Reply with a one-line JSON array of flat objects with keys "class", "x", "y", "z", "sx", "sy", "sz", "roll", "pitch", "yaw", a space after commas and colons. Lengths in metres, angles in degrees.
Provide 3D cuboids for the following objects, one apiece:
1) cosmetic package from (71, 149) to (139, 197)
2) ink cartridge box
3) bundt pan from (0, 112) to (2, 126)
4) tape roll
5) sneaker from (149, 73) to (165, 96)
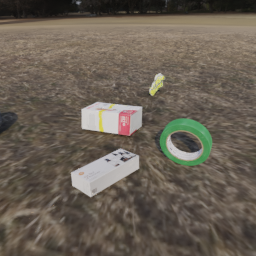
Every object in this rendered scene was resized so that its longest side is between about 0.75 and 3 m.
[{"class": "cosmetic package", "x": -0.419, "y": 0.837, "z": 5.579, "sx": 0.554, "sy": 0.340, "sz": 1.343, "roll": 16, "pitch": 28, "yaw": 40}, {"class": "ink cartridge box", "x": -0.429, "y": -0.282, "z": 7.674, "sx": 1.417, "sy": 0.591, "sz": 1.028, "roll": 7, "pitch": 18, "yaw": 18}, {"class": "bundt pan", "x": -3.882, "y": -0.114, "z": 7.375, "sx": 1.191, "sy": 0.447, "sz": 1.191, "roll": -5, "pitch": 40, "yaw": 4}, {"class": "tape roll", "x": 1.208, "y": 0.310, "z": 5.888, "sx": 1.060, "sy": 1.060, "sz": 0.255, "roll": 10, "pitch": 38, "yaw": 21}, {"class": "sneaker", "x": 1.063, "y": -1.555, "z": 10.298, "sx": 0.347, "sy": 0.909, "sz": 0.343, "roll": 36, "pitch": 37, "yaw": 20}]
